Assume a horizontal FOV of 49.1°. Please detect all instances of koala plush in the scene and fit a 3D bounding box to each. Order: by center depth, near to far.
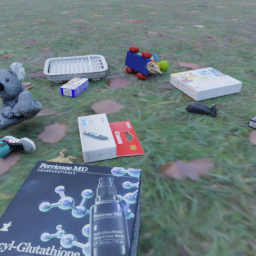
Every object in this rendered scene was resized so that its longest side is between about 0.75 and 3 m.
[{"bbox_3d":[-3.447,-0.992,8.269,1.455,1.641,1.508,-28,2,8],"label":"koala plush"}]

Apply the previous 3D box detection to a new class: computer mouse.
[{"bbox_3d":[2.531,-0.698,9.612,1.046,0.276,0.725,8,33,13],"label":"computer mouse"}]

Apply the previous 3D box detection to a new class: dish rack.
[{"bbox_3d":[-2.307,-2.614,12.487,2.669,0.581,2.291,-6,33,-9],"label":"dish rack"}]

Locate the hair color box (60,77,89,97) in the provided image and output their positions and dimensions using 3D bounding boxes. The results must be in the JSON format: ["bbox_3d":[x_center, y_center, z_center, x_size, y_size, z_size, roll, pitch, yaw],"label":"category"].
[{"bbox_3d":[-2.090,-1.627,11.068,0.621,0.368,1.136,10,31,17],"label":"hair color box"}]

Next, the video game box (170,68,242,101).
[{"bbox_3d":[3.071,-1.812,11.250,2.096,0.491,1.909,-13,36,-20],"label":"video game box"}]

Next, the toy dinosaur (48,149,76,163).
[{"bbox_3d":[-1.716,0.810,7.098,1.081,0.315,0.546,6,33,10],"label":"toy dinosaur"}]

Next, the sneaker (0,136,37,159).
[{"bbox_3d":[-3.059,0.526,7.372,1.155,0.483,0.698,5,26,24],"label":"sneaker"}]

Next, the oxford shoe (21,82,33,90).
[{"bbox_3d":[-4.356,-1.711,11.173,1.064,0.388,0.379,-15,34,-23],"label":"oxford shoe"}]

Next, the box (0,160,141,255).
[{"bbox_3d":[-0.864,1.881,4.266,1.946,1.404,2.622,4,31,6],"label":"box"}]

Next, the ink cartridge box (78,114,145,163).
[{"bbox_3d":[-0.540,0.182,8.036,1.638,0.416,1.859,-8,32,-11],"label":"ink cartridge box"}]

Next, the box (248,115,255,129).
[{"bbox_3d":[4.493,-0.106,8.604,0.945,0.306,1.198,-25,39,-33],"label":"box"}]

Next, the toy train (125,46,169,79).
[{"bbox_3d":[1.172,-2.698,12.284,1.567,1.147,2.709,-5,29,-35],"label":"toy train"}]
